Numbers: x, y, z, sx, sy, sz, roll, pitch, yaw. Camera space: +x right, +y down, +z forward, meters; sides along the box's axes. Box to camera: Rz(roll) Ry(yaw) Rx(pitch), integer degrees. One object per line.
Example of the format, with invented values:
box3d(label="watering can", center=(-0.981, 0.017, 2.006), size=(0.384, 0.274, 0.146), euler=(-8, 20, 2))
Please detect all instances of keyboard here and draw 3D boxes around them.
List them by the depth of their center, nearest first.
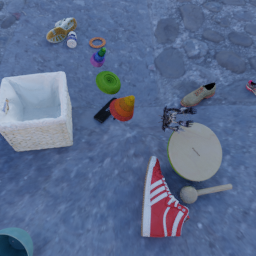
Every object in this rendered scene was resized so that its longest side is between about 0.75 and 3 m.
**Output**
box3d(label="keyboard", center=(-0.688, -0.700, 11.833), size=(0.914, 0.148, 1.438), euler=(28, 60, 26))

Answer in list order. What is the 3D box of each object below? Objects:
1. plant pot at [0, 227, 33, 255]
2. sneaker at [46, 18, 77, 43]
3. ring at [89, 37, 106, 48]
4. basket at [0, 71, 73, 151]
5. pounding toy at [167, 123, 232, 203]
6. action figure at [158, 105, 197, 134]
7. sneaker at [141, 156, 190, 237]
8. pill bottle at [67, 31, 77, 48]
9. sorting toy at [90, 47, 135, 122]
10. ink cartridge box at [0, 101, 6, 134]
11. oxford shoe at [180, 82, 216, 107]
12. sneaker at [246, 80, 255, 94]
box3d(label="plant pot", center=(-3.387, 3.503, 8.193), size=(1.428, 1.428, 0.961), euler=(1, 9, 4))
box3d(label="sneaker", center=(-3.613, -5.147, 14.787), size=(0.873, 0.753, 1.990), euler=(22, 54, 35))
box3d(label="ring", center=(-1.588, -4.427, 14.547), size=(0.860, 0.082, 0.860), euler=(0, 55, -1))
box3d(label="basket", center=(-3.404, -0.571, 10.617), size=(2.430, 1.954, 2.408), euler=(-6, 55, -5))
box3d(label="pounding toy", center=(2.262, 1.193, 10.047), size=(2.025, 1.217, 2.623), euler=(-13, 82, -18))
box3d(label="action figure", center=(1.593, -0.274, 9.095), size=(0.798, 1.563, 0.929), euler=(12, 86, -23))
box3d(label="sneaker", center=(1.260, 2.227, 9.224), size=(1.501, 0.951, 2.669), euler=(3, 62, 7))
box3d(label="pill bottle", center=(-2.876, -4.566, 14.402), size=(0.471, 0.471, 0.849), euler=(-4, 54, -3))
box3d(label="sorting toy", center=(-0.466, -1.696, 10.091), size=(1.002, 0.995, 2.890), euler=(-18, 75, -34))
box3d(label="ink cartridge box", center=(-5.545, -0.644, 11.634), size=(1.264, 0.444, 2.118), euler=(-23, 59, -15))
box3d(label="oxford shoe", center=(3.030, -1.504, 12.075), size=(1.798, 0.672, 0.633), euler=(-28, 59, -19))
box3d(label="sneaker", center=(5.721, -1.727, 12.423), size=(1.005, 0.375, 0.405), euler=(38, 63, 23))
